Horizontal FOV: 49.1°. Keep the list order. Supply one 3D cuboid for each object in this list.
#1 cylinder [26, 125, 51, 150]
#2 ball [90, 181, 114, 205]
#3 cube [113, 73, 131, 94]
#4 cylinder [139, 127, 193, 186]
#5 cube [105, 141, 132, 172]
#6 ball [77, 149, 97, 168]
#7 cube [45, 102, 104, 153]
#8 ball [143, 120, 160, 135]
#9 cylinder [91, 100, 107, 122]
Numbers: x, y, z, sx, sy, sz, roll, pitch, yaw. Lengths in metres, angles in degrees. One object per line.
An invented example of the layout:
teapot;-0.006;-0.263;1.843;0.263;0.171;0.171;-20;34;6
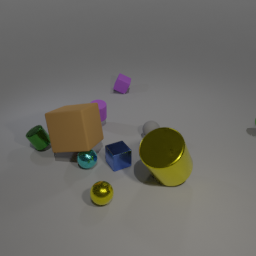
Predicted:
cylinder;-3.360;0.364;10.565;0.700;0.700;0.700;-22;31;14
ball;-0.768;1.905;8.237;0.700;0.700;0.700;0;31;0
cube;-0.308;-2.382;15.052;0.700;0.700;0.700;23;36;-11
cylinder;1.205;0.909;8.711;1.400;1.400;1.400;-12;54;17
cube;-0.338;0.970;9.772;0.700;0.700;0.700;-16;34;-24
ball;-1.406;1.044;9.668;0.700;0.700;0.700;0;31;0
cube;-1.828;-0.035;9.816;1.400;1.400;1.400;-4;14;18
ball;0.926;0.053;11.069;0.700;0.700;0.700;0;31;0
cylinder;-1.254;-0.728;11.847;0.700;0.700;0.700;2;41;-1
